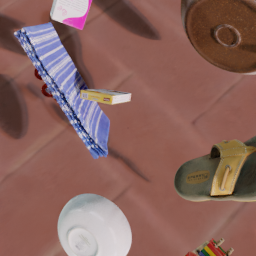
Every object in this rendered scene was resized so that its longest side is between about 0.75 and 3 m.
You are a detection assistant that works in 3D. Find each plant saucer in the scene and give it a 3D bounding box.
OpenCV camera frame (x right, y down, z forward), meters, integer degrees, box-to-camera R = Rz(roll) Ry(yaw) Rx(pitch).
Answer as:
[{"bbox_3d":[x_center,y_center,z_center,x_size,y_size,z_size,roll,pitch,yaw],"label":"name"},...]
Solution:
[{"bbox_3d":[2.209,-2.081,5.945,2.814,2.814,0.515,36,72,12],"label":"plant saucer"}]

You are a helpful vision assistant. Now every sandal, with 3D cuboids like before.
[{"bbox_3d":[1.569,0.623,4.567,0.737,2.730,1.097,27,59,-23],"label":"sandal"}]

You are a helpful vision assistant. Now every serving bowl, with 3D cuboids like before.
[{"bbox_3d":[-0.641,1.800,4.652,1.345,0.442,1.345,6,105,21],"label":"serving bowl"}]

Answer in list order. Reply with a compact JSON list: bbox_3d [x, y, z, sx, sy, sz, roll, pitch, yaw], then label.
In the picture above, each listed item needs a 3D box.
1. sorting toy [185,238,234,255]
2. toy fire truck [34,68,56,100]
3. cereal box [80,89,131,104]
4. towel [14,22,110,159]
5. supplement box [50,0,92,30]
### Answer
[{"bbox_3d":[1.701,2.352,4.649,0.408,2.410,1.162,-49,62,10],"label":"sorting toy"},{"bbox_3d":[-1.504,-1.081,5.975,0.760,0.508,0.905,-21,98,0],"label":"toy fire truck"},{"bbox_3d":[-0.369,-0.563,4.898,0.603,0.839,0.166,12,103,19],"label":"cereal box"},{"bbox_3d":[-0.899,-0.694,4.706,0.266,1.614,2.230,-25,111,10],"label":"towel"},{"bbox_3d":[-1.094,-2.818,5.769,0.665,0.680,1.315,14,112,-26],"label":"supplement box"}]
